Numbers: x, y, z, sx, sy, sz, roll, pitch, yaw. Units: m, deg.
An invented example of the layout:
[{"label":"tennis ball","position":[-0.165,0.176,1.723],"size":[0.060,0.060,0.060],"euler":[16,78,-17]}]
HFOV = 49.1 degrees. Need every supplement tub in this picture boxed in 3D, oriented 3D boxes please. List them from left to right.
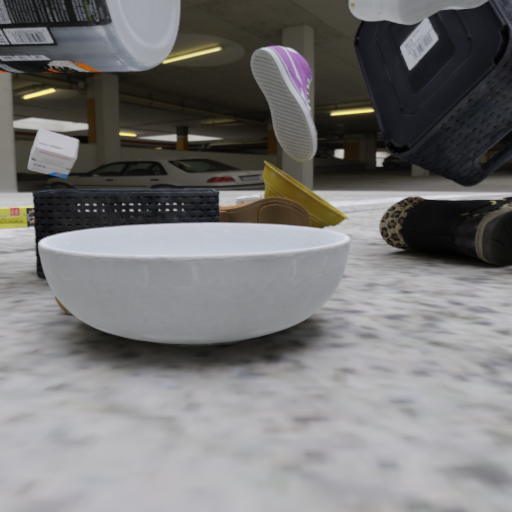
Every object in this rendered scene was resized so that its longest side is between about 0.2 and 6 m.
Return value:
[{"label":"supplement tub","position":[-2.338,-2.853,6.098],"size":[2.690,1.648,1.648],"euler":[7,10,20]}]

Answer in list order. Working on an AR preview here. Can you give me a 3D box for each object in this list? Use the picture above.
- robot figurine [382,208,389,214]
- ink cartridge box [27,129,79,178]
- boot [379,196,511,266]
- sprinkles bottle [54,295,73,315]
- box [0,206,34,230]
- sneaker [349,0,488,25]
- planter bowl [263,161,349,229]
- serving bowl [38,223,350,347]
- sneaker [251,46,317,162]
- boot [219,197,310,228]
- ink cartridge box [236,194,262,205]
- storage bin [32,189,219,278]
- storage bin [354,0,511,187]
[{"label":"robot figurine","position":[3.735,-1.079,14.934],"size":[0.762,0.430,0.646],"euler":[8,-28,45]},{"label":"ink cartridge box","position":[-3.558,-1.772,9.812],"size":[0.685,0.396,0.939],"euler":[13,-21,-27]},{"label":"boot","position":[3.564,-0.499,9.019],"size":[2.798,1.024,2.107],"euler":[-14,16,-39]},{"label":"sprinkles bottle","position":[-1.609,0.255,5.602],"size":[0.413,0.413,1.209],"euler":[0,8,1]},{"label":"box","position":[-5.934,-0.917,13.509],"size":[0.355,0.533,1.417],"euler":[8,10,44]},{"label":"sneaker","position":[1.868,-3.057,6.298],"size":[1.741,0.641,1.006],"euler":[-25,34,-24]},{"label":"planter bowl","position":[0.812,-1.021,11.668],"size":[2.131,0.888,2.131],"euler":[34,10,-7]},{"label":"serving bowl","position":[-0.468,0.213,4.557],"size":[2.417,0.795,2.417],"euler":[1,8,0]},{"label":"sneaker","position":[0.887,-3.128,11.327],"size":[0.849,2.343,1.336],"euler":[-13,10,41]},{"label":"boot","position":[-0.412,-0.537,10.227],"size":[2.410,0.924,1.871],"euler":[-13,9,-29]},{"label":"ink cartridge box","position":[-0.091,-0.797,11.389],"size":[0.482,0.839,1.156],"euler":[-6,9,4]},{"label":"storage bin","position":[-1.691,-0.362,7.637],"size":[2.322,1.089,1.570],"euler":[-2,8,-8]},{"label":"storage bin","position":[2.880,-2.904,8.249],"size":[1.497,3.192,2.158],"euler":[17,-42,-27]}]
